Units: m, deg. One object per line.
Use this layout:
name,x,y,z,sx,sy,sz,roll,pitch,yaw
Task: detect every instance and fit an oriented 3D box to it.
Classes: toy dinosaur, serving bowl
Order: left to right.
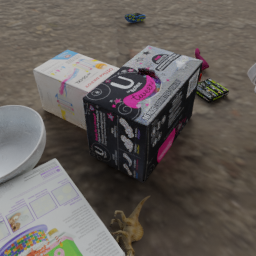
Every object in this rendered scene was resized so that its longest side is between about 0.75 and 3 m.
serving bowl,-3.055,0.557,6.624,2.451,0.806,2.451,-6,44,6
toy dinosaur,0.008,1.945,5.644,0.683,0.393,1.351,20,52,-1

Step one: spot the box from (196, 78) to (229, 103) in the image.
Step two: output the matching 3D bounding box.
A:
box,2.646,-1.230,9.101,0.854,0.210,0.885,-22,47,-25

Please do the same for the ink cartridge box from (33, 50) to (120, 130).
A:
ink cartridge box,-1.252,-1.050,7.997,2.263,1.417,1.454,23,48,24

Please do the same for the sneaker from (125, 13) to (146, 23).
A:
sneaker,0.322,-5.293,13.407,1.049,0.372,0.435,-10,36,-18

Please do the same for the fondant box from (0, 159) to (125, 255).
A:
fondant box,-1.565,2.001,5.192,1.911,0.771,2.649,-27,48,-26

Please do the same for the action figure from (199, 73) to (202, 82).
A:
action figure,1.788,-2.136,9.914,0.574,0.453,1.755,-26,46,-32

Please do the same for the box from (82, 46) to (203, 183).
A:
box,0.436,-0.519,7.043,1.684,1.940,2.936,23,47,22

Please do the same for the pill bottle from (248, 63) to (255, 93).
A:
pill bottle,3.977,-0.849,7.099,1.123,1.123,1.966,-17,67,-17

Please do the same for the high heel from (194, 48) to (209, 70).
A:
high heel,2.739,-2.571,10.405,0.551,0.387,1.147,1,57,15
